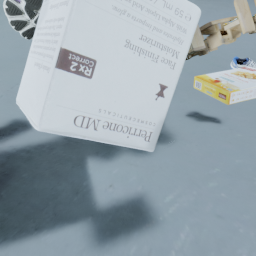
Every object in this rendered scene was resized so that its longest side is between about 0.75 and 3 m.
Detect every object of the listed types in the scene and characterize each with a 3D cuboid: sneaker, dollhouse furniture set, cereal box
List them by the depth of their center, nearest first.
[{"bbox_3d":[1.988,-0.797,4.990,1.320,0.261,0.950,-15,30,-21],"label":"cereal box"},{"bbox_3d":[-2.072,-2.761,7.101,1.086,1.049,2.602,55,19,18],"label":"sneaker"},{"bbox_3d":[1.981,-2.880,7.461,2.475,1.610,2.273,-23,6,-31],"label":"dollhouse furniture set"},{"bbox_3d":[3.706,-1.888,8.608,1.125,0.479,0.433,24,71,24],"label":"sneaker"}]

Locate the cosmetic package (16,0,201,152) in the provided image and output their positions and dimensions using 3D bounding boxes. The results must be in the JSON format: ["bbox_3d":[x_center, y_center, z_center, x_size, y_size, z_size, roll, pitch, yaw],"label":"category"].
[{"bbox_3d":[-0.563,-1.384,5.737,2.421,2.937,2.423,13,9,-32],"label":"cosmetic package"}]
